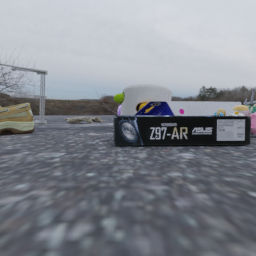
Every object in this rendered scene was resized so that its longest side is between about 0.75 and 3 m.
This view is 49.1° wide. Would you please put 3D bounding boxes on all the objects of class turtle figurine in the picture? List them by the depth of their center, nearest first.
[{"bbox_3d":[3.650,-0.672,6.623,1.662,1.118,2.220,-34,-9,19],"label":"turtle figurine"}]

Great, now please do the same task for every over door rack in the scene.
[{"bbox_3d":[-3.992,-1.154,9.716,0.979,2.170,2.938,3,4,22],"label":"over door rack"}]

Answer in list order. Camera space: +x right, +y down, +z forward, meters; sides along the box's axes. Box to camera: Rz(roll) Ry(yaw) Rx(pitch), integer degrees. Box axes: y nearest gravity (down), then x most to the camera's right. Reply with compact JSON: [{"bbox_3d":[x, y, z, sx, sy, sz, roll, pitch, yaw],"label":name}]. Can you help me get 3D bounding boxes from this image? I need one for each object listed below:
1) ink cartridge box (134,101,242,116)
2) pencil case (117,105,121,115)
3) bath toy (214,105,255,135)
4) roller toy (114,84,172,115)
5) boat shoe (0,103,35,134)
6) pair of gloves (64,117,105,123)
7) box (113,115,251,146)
[{"bbox_3d":[1.445,-0.290,6.852,2.464,0.457,1.167,1,-16,-20],"label":"ink cartridge box"},{"bbox_3d":[0.498,-0.887,15.482,2.365,1.011,0.993,1,1,39],"label":"pencil case"},{"bbox_3d":[2.426,-0.097,5.285,1.545,0.672,0.571,7,-20,44],"label":"bath toy"},{"bbox_3d":[0.537,-0.589,8.012,1.601,1.119,1.460,1,-3,44],"label":"roller toy"},{"bbox_3d":[-2.817,-0.269,5.593,0.786,0.835,2.193,1,3,22],"label":"boat shoe"},{"bbox_3d":[-1.887,-0.330,12.202,1.280,0.264,1.505,-2,-1,36],"label":"pair of gloves"},{"bbox_3d":[0.726,0.005,4.505,1.889,0.411,1.513,0,3,0],"label":"box"}]
